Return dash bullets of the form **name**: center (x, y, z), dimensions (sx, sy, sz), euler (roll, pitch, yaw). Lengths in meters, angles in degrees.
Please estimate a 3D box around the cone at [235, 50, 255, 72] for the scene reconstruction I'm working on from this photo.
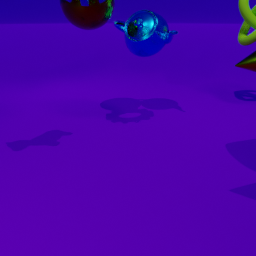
- **cone**: center (1.521, -0.694, 2.712), dimensions (0.921, 0.918, 0.918), euler (-8, 20, 17)

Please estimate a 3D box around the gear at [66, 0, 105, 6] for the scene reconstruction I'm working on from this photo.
- **gear**: center (-0.798, -2.983, 5.202), dimensions (1.339, 1.339, 0.248), euler (-1, -4, -2)

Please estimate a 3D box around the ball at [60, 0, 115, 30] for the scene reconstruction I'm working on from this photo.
- **ball**: center (-0.955, -2.999, 6.622), dimensions (1.294, 1.294, 1.294), euler (0, 22, 0)

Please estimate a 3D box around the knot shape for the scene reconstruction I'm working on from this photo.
- **knot shape**: center (3.677, -3.020, 7.803), dimensions (0.786, 1.592, 1.702), euler (-8, 53, -44)

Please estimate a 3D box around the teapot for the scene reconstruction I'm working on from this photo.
- **teapot**: center (0.464, -2.438, 7.086), dimensions (1.910, 1.188, 0.935), euler (22, -3, 27)
